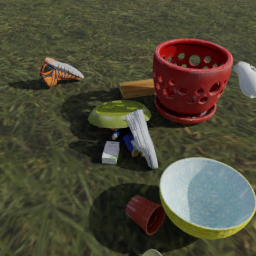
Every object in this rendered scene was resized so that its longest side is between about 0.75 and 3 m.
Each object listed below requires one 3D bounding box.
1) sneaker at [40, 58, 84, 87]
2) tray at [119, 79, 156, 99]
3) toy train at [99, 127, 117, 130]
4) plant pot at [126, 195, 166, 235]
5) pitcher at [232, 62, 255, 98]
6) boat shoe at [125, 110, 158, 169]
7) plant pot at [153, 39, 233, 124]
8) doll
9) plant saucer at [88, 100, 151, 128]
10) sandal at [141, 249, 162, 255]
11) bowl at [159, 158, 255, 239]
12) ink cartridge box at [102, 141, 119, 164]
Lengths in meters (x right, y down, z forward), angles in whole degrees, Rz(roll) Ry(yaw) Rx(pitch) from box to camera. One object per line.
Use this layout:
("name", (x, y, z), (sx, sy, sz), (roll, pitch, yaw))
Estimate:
("sneaker", (-3.335, -2.540, 13.792), (2.195, 1.230, 0.851), (17, 24, -39))
("tray", (0.646, -1.905, 13.320), (1.980, 0.367, 0.976), (-10, 38, -11))
("toy train", (-0.458, -0.170, 10.955), (1.790, 0.498, 1.345), (13, 8, 33))
("plant pot", (0.438, 2.283, 7.565), (0.825, 0.848, 0.848), (22, 42, 38))
("pitcher", (3.779, -1.473, 8.548), (0.917, 0.648, 1.069), (-6, 64, -27))
("boat shoe", (0.440, 0.427, 9.386), (0.678, 2.032, 0.747), (-17, -7, 6))
("plant pot", (2.371, -1.801, 11.227), (2.932, 2.670, 2.932), (3, 38, -2))
("doll", (-0.025, 0.345, 10.288), (1.226, 0.436, 1.797), (-6, 35, -28))
("plant saucer", (-0.344, -0.645, 11.132), (2.520, 0.392, 2.520), (-3, 23, 1))
("sandal", (0.203, 3.530, 6.044), (0.827, 0.594, 2.083), (22, 43, 26))
("bowl", (1.971, 2.039, 7.414), (2.372, 1.277, 2.372), (1, 36, -1))
("ink cartridge box", (-0.583, 0.853, 9.778), (0.506, 0.291, 0.864), (4, 38, 6))
